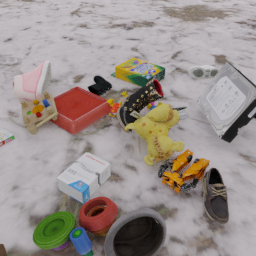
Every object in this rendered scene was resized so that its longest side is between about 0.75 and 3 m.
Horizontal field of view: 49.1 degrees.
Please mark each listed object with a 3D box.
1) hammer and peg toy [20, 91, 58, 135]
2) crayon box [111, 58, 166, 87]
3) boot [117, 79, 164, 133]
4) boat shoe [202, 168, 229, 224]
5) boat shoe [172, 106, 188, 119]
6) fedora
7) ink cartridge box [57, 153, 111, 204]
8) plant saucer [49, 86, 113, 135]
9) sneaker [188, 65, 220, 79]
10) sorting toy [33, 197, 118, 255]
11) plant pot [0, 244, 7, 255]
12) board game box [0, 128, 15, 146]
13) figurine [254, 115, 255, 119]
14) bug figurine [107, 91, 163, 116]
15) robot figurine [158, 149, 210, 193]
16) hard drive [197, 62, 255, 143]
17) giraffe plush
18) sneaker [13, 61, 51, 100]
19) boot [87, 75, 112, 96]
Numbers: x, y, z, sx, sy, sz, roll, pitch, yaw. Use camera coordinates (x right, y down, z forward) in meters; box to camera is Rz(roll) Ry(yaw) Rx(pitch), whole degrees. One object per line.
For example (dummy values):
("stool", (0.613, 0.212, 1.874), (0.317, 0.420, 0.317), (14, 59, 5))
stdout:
("hammer and peg toy", (-3.427, -0.524, 11.004), (1.421, 0.681, 1.932), (-23, 49, -6))
("crayon box", (0.463, -2.910, 14.413), (2.471, 0.637, 1.553), (25, 44, 30))
("boot", (0.487, -0.896, 10.563), (1.672, 0.812, 2.220), (-33, 22, 26))
("boat shoe", (2.509, 1.879, 8.100), (0.673, 0.662, 1.806), (0, 37, 0))
("boat shoe", (1.698, -0.658, 11.538), (1.595, 0.533, 0.587), (-8, 38, -11))
("fedora", (0.109, 2.600, 6.860), (1.644, 1.454, 0.742), (-29, 15, -16))
("ink cartridge box", (-1.327, 1.502, 8.663), (1.001, 0.577, 1.379), (22, 42, 26))
("plant saucer", (-2.236, -0.939, 11.985), (2.520, 0.462, 2.515), (26, 44, 31))
("sneaker", (3.856, -2.966, 14.599), (1.680, 0.655, 0.835), (1, 30, -13))
("sorting toy", (-1.197, 2.655, 7.098), (2.189, 0.899, 1.315), (-21, 26, -8))
("plant pot", (-3.345, 3.073, 6.520), (0.907, 0.848, 0.848), (-10, 36, -38))
("board game box", (-4.828, 0.402, 10.435), (0.700, 0.184, 0.915), (29, 46, 32))
("figurine", (4.852, -0.992, 11.091), (1.599, 1.560, 0.688), (-21, 48, -25))
("bug figurine", (0.390, -0.973, 11.876), (2.335, 0.601, 1.811), (6, 31, 18))
("robot figurine", (1.772, 1.388, 8.873), (1.287, 0.517, 1.775), (29, 45, 33))
("hard drive", (3.694, -1.052, 10.376), (0.549, 2.027, 2.901), (25, 28, -18))
("giraffe plush", (1.062, 0.328, 9.489), (2.103, 1.814, 1.705), (4, 52, -47))
("sneaker", (-4.560, -2.360, 13.289), (1.523, 1.097, 2.914), (3, 41, -4))
("boot", (-1.495, -2.036, 13.403), (1.258, 0.465, 1.031), (34, 45, 28))
